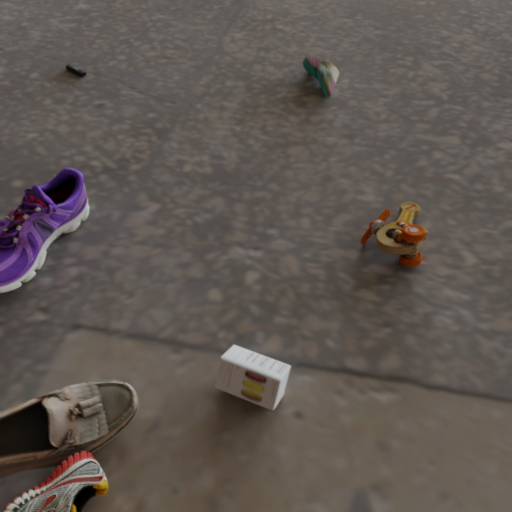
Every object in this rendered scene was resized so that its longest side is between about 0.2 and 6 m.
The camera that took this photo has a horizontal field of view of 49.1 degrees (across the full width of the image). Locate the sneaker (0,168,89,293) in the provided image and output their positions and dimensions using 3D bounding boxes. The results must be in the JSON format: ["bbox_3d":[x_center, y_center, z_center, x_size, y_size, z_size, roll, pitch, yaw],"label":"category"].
[{"bbox_3d":[-4.581,-0.664,11.077,1.311,1.357,3.253,28,52,3],"label":"sneaker"}]

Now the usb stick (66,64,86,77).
[{"bbox_3d":[-5.332,-5.483,16.565,0.786,0.128,0.218,32,55,27],"label":"usb stick"}]

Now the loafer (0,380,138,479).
[{"bbox_3d":[-3.224,2.601,8.300,3.027,0.952,1.088,-17,68,-18],"label":"loafer"}]

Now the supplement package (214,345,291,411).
[{"bbox_3d":[-0.053,1.975,9.164,1.053,0.599,0.577,17,19,16],"label":"supplement package"}]

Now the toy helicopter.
[{"bbox_3d":[2.981,-0.606,11.785,1.267,0.756,1.916,10,36,22],"label":"toy helicopter"}]

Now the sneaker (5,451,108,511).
[{"bbox_3d":[-2.876,3.557,7.751,0.747,0.708,1.818,34,56,27],"label":"sneaker"}]

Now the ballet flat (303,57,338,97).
[{"bbox_3d":[1.935,-5.211,15.946,0.666,0.647,1.871,-23,46,-1],"label":"ballet flat"}]
